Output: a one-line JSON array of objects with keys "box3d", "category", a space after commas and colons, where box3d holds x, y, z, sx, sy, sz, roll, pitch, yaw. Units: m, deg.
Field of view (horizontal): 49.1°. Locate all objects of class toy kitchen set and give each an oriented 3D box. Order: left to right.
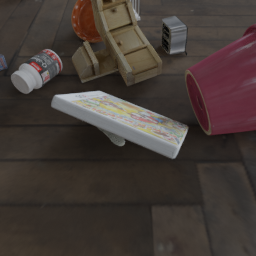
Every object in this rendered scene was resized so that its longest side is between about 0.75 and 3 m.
[{"box3d": [-0.694, -3.063, 8.389, 2.442, 2.700, 2.993, -22, 61, -9], "category": "toy kitchen set"}]

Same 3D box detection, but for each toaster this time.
[{"box3d": [1.668, -3.292, 10.113, 0.694, 1.057, 1.169, -15, 46, -11], "category": "toaster"}]

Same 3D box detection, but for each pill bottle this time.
[{"box3d": [-2.816, -1.748, 8.707, 0.857, 0.857, 1.479, 21, 49, 20], "category": "pill bottle"}]

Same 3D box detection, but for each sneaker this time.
[{"box3d": [-0.408, 0.121, 7.170, 0.862, 0.347, 0.329, 44, 88, 3], "category": "sneaker"}]

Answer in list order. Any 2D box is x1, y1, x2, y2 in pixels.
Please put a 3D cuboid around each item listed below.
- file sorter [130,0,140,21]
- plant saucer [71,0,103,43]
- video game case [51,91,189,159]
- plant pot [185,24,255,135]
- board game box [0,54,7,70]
[{"box3d": [-0.292, -5.535, 12.286, 1.219, 1.094, 1.756, -12, 47, -11], "category": "file sorter"}, {"box3d": [-1.212, -4.296, 10.791, 2.044, 2.044, 0.330, 19, 4, 18], "category": "plant saucer"}, {"box3d": [0.018, -0.241, 6.487, 2.694, 0.308, 2.452, 23, 15, 12], "category": "video game case"}, {"box3d": [2.873, -1.017, 6.927, 2.456, 2.744, 2.744, -19, 46, 3], "category": "plant pot"}, {"box3d": [-5.057, -2.259, 9.442, 1.691, 0.522, 1.692, -17, 47, -17], "category": "board game box"}]
